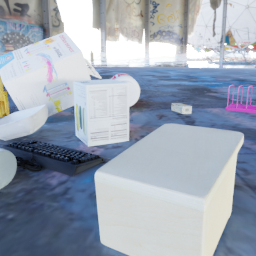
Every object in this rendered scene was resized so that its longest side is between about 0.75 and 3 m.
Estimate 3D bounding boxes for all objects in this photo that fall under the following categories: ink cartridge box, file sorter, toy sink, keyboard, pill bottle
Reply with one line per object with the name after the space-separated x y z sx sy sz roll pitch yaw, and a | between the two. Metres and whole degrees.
-2.231 -1.572 8.284 2.520 1.578 1.620 -26 46 -12 | ink cartridge box
4.448 -1.098 10.263 1.432 0.898 0.995 9 17 30 | file sorter
0.602 0.697 3.333 1.138 0.978 1.746 9 22 29 | toy sink
-1.597 0.521 5.375 2.020 0.259 1.213 8 16 32 | keyboard
-0.178 -1.486 11.097 1.228 1.228 2.187 -1 15 -4 | pill bottle

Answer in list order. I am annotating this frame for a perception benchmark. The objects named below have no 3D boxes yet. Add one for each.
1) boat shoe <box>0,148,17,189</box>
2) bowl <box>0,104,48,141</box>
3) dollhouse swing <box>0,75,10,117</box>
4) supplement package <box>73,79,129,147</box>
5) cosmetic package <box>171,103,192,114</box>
-2.672 0.743 3.670 1.035 0.807 2.281 5 9 22 | boat shoe
-2.569 -0.108 6.762 1.215 0.454 1.217 -14 17 12 | bowl
-4.566 -1.084 9.060 1.242 1.091 1.128 -6 43 -26 | dollhouse swing
-0.651 -0.415 6.701 1.042 1.384 1.050 -7 16 -25 | supplement package
1.893 -0.701 9.943 0.399 0.269 0.758 -3 14 -23 | cosmetic package
